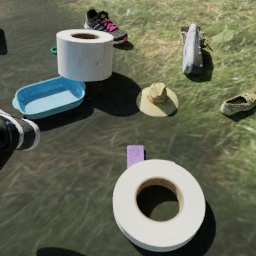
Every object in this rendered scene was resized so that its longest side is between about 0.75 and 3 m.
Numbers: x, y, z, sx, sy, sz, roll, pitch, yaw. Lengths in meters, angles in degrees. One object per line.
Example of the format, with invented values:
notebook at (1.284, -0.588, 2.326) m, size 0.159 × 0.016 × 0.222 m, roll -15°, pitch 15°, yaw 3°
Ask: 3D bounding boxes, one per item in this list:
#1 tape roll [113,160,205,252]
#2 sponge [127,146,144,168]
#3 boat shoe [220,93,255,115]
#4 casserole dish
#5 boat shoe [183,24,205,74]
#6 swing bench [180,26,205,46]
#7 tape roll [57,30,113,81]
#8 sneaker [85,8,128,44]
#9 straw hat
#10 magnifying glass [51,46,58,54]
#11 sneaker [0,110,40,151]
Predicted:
tape roll at (0.894, 2.172, 8.251) m, size 2.711 × 0.495 × 2.711 m, roll 1°, pitch 52°, yaw -1°
sponge at (0.260, 1.039, 9.577) m, size 0.563 × 0.150 × 1.009 m, roll 0°, pitch 48°, yaw 1°
boat shoe at (4.485, -1.052, 11.149) m, size 1.768 × 0.556 × 0.645 m, roll -18°, pitch 51°, yaw -15°
casserole dish at (-3.084, -1.206, 11.293) m, size 2.900 × 0.563 × 1.757 m, roll -20°, pitch 52°, yaw -16°
boat shoe at (3.134, -3.687, 13.196) m, size 0.841 × 1.020 × 2.973 m, roll 12°, pitch 60°, yaw -1°
swing bench at (3.271, -4.757, 14.356) m, size 1.046 × 0.683 × 1.052 m, roll -1°, pitch 38°, yaw 0°
tape roll at (-1.803, -3.112, 11.860) m, size 2.332 × 1.601 × 2.332 m, roll 4°, pitch 31°, yaw -3°
sneaker at (-1.188, -5.319, 14.454) m, size 2.862 × 1.252 × 1.056 m, roll 34°, pitch 57°, yaw 26°
straw hat at (1.205, -1.385, 11.302) m, size 1.852 × 0.784 × 1.852 m, roll 0°, pitch 48°, yaw 0°
magnifying glass at (-3.367, -4.109, 14.155) m, size 0.509 × 0.143 × 1.278 m, roll 27°, pitch 56°, yaw 22°
sneaker at (-3.367, -0.113, 6.103) m, size 2.560 × 1.432 × 0.935 m, roll 11°, pitch 90°, yaw 16°
